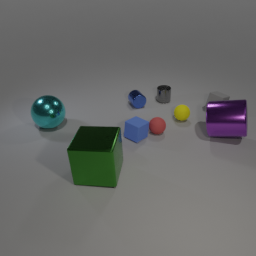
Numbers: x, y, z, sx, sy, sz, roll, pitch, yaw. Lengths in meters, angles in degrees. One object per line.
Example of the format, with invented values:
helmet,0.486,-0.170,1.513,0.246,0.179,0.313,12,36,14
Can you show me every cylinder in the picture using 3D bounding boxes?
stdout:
cylinder,1.794,-1.695,14.007,0.700,0.700,0.700,-2,32,1
cylinder,0.440,-1.400,13.533,0.700,0.700,0.700,-11,33,-18
cylinder,3.802,-0.363,10.729,1.400,1.400,1.400,-1,29,24

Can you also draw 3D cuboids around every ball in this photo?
ball,2.356,-0.672,12.227,0.700,0.700,0.700,0,31,0
ball,-3.302,-0.663,11.615,1.400,1.400,1.400,0,31,0
ball,1.192,-0.098,11.375,0.700,0.700,0.700,0,31,0

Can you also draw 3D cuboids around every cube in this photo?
cube,0.336,0.047,11.078,0.700,0.700,0.700,25,35,33
cube,4.107,-1.222,12.837,0.700,0.700,0.700,32,30,35
cube,-0.978,0.878,8.987,1.400,1.400,1.400,1,31,9
